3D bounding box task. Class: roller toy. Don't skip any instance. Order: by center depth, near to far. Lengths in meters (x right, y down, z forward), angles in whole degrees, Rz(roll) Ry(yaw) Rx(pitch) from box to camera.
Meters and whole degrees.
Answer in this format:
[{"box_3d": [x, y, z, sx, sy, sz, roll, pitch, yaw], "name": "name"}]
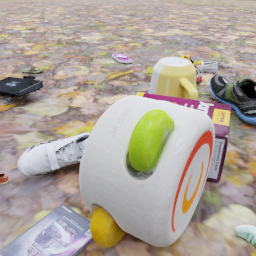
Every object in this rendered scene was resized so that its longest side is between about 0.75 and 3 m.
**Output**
[{"box_3d": [0.367, 0.745, 5.373, 1.913, 2.738, 2.498, 17, 22, 28], "name": "roller toy"}]

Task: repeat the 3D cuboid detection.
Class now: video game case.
[{"box_3d": [-1.457, 2.161, 5.284, 1.126, 0.149, 1.576, 22, 36, 32], "name": "video game case"}]

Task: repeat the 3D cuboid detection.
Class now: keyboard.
[{"box_3d": [-4.444, -1.724, 11.286, 2.672, 0.343, 1.604, 14, 39, 38], "name": "keyboard"}]

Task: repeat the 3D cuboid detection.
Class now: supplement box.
[{"box_3d": [1.233, 0.132, 7.473, 2.683, 1.384, 1.756, 10, 32, 16], "name": "supplement box"}]

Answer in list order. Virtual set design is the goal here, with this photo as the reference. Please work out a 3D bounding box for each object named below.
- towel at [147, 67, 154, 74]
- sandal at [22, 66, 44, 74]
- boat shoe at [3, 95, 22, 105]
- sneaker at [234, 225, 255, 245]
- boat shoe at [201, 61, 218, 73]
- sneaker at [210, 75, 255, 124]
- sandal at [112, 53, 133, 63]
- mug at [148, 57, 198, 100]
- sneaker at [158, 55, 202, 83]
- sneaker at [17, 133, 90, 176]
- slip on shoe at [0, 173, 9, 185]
[{"box_3d": [1.160, -2.842, 13.762, 0.404, 0.085, 0.939, 3, 31, 3], "name": "towel"}, {"box_3d": [-4.602, -2.829, 13.516, 1.086, 0.310, 0.431, 0, 31, -1], "name": "sandal"}, {"box_3d": [-4.458, -1.174, 10.763, 0.308, 0.263, 0.923, 12, 31, 24], "name": "boat shoe"}, {"box_3d": [2.381, 2.103, 5.207, 0.783, 0.288, 0.462, 13, 27, 16], "name": "sneaker"}, {"box_3d": [3.511, -2.984, 13.531, 1.671, 0.558, 0.615, -5, 31, -9], "name": "boat shoe"}, {"box_3d": [3.970, -1.257, 9.898, 1.050, 1.227, 2.961, -2, 31, -18], "name": "sneaker"}, {"box_3d": [-0.356, -3.836, 15.121, 0.663, 0.400, 1.629, -22, 37, -32], "name": "sandal"}, {"box_3d": [1.693, -1.302, 9.437, 2.261, 1.856, 1.811, 25, 38, 35], "name": "mug"}, {"box_3d": [2.433, -2.922, 12.956, 0.989, 1.043, 2.540, -24, 38, -35], "name": "sneaker"}, {"box_3d": [-1.564, 0.594, 6.850, 2.080, 0.782, 1.196, -18, 3, -37], "name": "sneaker"}, {"box_3d": [-3.307, 1.233, 6.732, 0.843, 0.258, 0.312, -5, 33, -5], "name": "slip on shoe"}]
